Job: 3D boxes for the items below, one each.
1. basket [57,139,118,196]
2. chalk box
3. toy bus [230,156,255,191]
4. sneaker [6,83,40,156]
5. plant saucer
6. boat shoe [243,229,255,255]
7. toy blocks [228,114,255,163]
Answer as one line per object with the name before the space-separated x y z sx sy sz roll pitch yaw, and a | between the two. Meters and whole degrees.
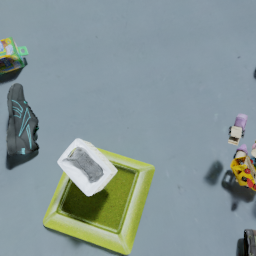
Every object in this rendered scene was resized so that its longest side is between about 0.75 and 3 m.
basket | -1.005 0.999 7.219 1.274 0.786 0.864 43 97 19
chalk box | -4.188 -2.573 9.837 1.290 0.798 0.802 -22 69 -8
toy bus | 3.482 1.420 8.266 0.608 1.111 1.177 -21 59 39
sneaker | -3.346 -0.297 8.964 0.958 0.911 2.416 -3 74 -15
plant saucer | -0.810 1.862 8.067 2.681 0.642 2.677 16 68 7
boat shoe | 3.177 3.764 7.257 0.727 0.822 2.245 13 63 15
toy blocks | 4.146 0.103 8.140 2.011 1.879 1.693 16 62 26
